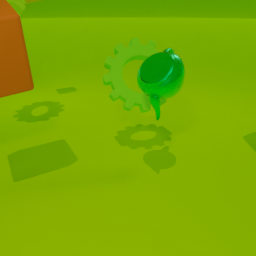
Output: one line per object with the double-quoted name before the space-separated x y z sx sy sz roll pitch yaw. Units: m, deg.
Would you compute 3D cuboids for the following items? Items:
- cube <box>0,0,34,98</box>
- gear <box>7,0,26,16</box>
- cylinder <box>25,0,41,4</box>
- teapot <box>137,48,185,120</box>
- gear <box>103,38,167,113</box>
"cube" -2.336 -1.248 4.348 1.231 1.231 1.231 -20 45 -25
"gear" -3.348 -2.618 7.316 0.346 1.869 1.869 31 2 -37
"cylinder" -3.011 -4.371 8.760 0.776 0.776 0.776 -22 30 -19
"teapot" 0.586 -0.810 4.780 0.832 0.656 1.339 4 67 32
"gear" 0.259 -1.166 6.246 1.608 1.608 0.297 -4 -5 -10
